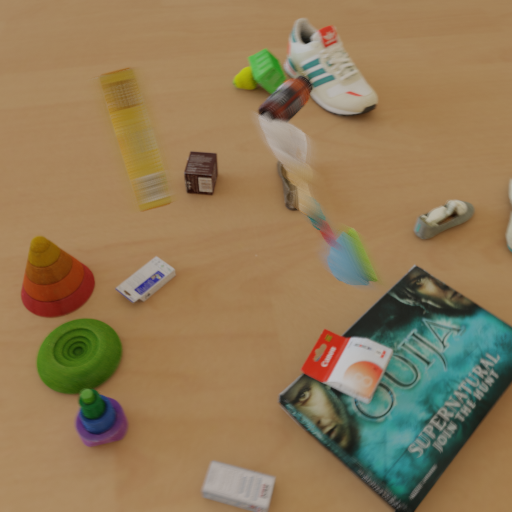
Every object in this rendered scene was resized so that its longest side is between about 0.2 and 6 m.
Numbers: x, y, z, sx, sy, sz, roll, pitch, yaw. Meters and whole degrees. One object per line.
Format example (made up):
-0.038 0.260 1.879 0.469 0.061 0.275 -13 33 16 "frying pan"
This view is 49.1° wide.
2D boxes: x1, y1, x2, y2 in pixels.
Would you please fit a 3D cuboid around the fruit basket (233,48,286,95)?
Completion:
0.056 -4.980 15.619 1.361 0.982 1.361 -25 51 36 "fruit basket"

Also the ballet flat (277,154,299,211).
0.815 -1.815 13.028 0.616 0.424 1.827 -1 49 -1 "ballet flat"

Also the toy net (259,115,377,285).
0.979 -0.904 8.627 0.573 1.557 2.967 -26 92 14 "toy net"

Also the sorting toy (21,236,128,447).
-3.306 1.174 9.776 1.502 1.492 4.333 -20 52 -17 "sorting toy"

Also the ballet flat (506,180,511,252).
6.050 -1.164 12.147 0.980 0.980 2.820 14 51 12 "ballet flat"

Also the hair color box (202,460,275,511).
-0.260 3.522 8.523 1.010 0.306 0.500 11 50 10 "hair color box"

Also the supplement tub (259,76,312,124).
0.597 -2.950 10.674 0.595 0.595 1.112 32 66 25 "supplement tub"

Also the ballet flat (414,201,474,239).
4.155 -0.900 12.157 1.704 0.543 0.574 -27 50 -21 "ballet flat"

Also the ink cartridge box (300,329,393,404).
1.513 1.744 9.333 1.249 0.313 1.013 24 53 18 "ink cartridge box"

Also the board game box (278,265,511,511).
2.658 2.052 9.622 2.659 0.553 3.931 37 58 27 "board game box"

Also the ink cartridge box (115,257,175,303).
-2.201 0.519 11.165 0.563 0.222 1.131 34 56 25 "ink cartridge box"

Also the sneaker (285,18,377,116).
1.963 -5.164 15.104 1.229 1.632 3.492 -25 53 -20 "sneaker"

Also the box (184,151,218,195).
-1.265 -1.909 12.958 0.645 0.652 0.786 4 49 4 "box"

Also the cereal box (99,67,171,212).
-1.939 -1.951 9.103 0.545 1.984 2.758 -17 18 -7 "cereal box"
